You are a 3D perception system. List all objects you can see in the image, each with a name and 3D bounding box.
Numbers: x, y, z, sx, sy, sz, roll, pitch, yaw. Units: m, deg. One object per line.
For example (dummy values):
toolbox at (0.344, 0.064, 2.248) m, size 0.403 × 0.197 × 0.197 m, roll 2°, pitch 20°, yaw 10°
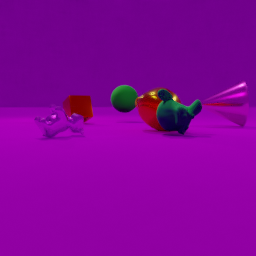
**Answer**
monkey head at (1.157, -0.367, 6.499) m, size 0.970 × 1.349 × 0.813 m, roll -39°, pitch 46°, yaw -14°
teapot at (0.954, -0.553, 7.450) m, size 2.002 × 1.245 × 0.980 m, roll 17°, pitch 59°, yaw 40°
ball at (-0.142, -1.216, 11.772) m, size 1.150 × 1.150 × 1.150 m, roll 0°, pitch 5°, yaw 0°
cube at (-1.884, -0.697, 10.485) m, size 0.846 × 0.846 × 0.846 m, roll -3°, pitch -12°, yaw -31°
cone at (2.933, -0.769, 9.042) m, size 1.483 × 1.477 × 1.477 m, roll -1°, pitch 4°, yaw 10°
cow figurine at (-1.435, -0.056, 6.108) m, size 0.957 × 0.942 × 0.525 m, roll -44°, pitch 37°, yaw -24°
